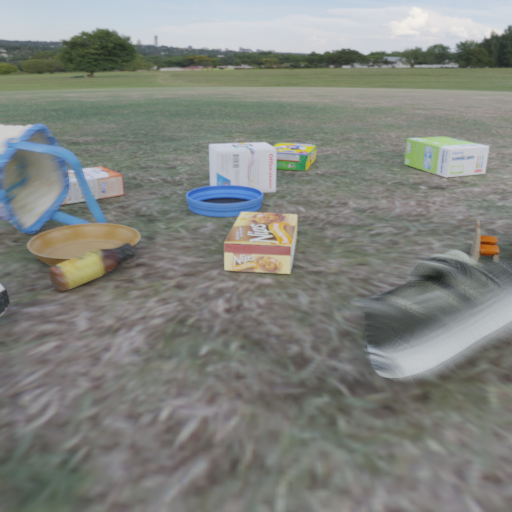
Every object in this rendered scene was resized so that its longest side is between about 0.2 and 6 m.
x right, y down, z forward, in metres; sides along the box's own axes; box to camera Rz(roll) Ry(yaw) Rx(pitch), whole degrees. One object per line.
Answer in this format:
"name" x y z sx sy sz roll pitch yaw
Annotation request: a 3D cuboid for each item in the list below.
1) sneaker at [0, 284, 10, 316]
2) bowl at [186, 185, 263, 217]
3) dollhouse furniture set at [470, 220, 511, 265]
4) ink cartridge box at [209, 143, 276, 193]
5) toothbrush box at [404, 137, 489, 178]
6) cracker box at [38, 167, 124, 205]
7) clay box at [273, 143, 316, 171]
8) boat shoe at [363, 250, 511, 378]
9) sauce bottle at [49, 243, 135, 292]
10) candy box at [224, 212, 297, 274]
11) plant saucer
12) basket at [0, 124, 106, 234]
"sneaker" -3.969 0.264 6.987 2.570 0.964 1.114 9 17 21
"bowl" -0.641 -1.134 11.527 1.572 0.309 1.572 0 21 0
"dollhouse furniture set" 4.011 -0.129 8.057 1.653 0.852 1.635 7 22 19
"ink cartridge box" -0.317 -2.019 12.875 1.382 1.014 1.009 -4 21 -13
"toothbrush box" 5.044 -2.677 14.977 1.302 0.770 1.788 -8 21 -22
"cracker box" -3.988 -1.550 12.334 1.781 0.514 1.193 -16 25 -34
"clay box" 1.023 -2.853 15.851 1.173 0.486 2.042 5 22 12
"boat shoe" 2.054 0.387 5.799 2.554 0.813 0.903 -21 7 -40
"sauce bottle" -2.281 0.126 7.879 1.195 0.394 0.394 -26 32 -38
"candy box" 0.116 -0.248 8.906 0.994 0.476 1.721 2 21 7
"plant saucer" -2.681 -0.128 8.840 1.704 0.302 1.704 0 21 0
"basket" -3.707 -1.232 9.522 2.159 1.904 1.502 11 54 15
